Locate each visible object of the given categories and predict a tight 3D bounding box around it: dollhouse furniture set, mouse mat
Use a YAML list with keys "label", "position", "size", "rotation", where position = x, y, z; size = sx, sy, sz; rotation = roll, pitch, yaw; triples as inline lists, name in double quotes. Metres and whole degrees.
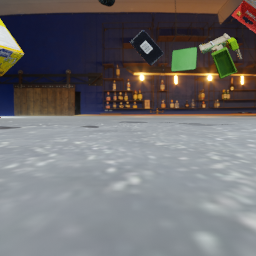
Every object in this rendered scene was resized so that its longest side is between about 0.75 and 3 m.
- label: "dollhouse furniture set"
  position: [2.992, -2.332, 9.007]
  size: [1.037, 0.801, 2.075]
  rotation: [-22, 21, 18]
- label: "mouse mat"
  position: [2.234, -2.730, 11.174]
  size: [1.121, 0.902, 0.042]
  rotation: [3, -1, 38]

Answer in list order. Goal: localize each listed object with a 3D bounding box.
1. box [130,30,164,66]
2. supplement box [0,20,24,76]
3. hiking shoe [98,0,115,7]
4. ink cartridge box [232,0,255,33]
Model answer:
- label: "box"
  position: [0.791, -3.231, 11.488]
  size: [0.762, 1.237, 1.227]
  rotation: [-41, 5, 12]
- label: "supplement box"
  position: [-3.478, -2.185, 6.702]
  size: [0.897, 1.638, 0.892]
  rotation: [-37, -6, 16]
- label: "hiking shoe"
  position: [-0.440, -3.366, 6.534]
  size: [0.643, 1.482, 0.551]
  rotation: [9, -35, -39]
- label: "ink cartridge box"
  position: [3.951, -3.671, 8.388]
  size: [1.029, 1.279, 0.320]
  rotation: [42, 18, 10]
